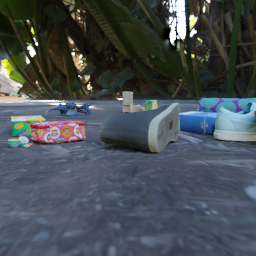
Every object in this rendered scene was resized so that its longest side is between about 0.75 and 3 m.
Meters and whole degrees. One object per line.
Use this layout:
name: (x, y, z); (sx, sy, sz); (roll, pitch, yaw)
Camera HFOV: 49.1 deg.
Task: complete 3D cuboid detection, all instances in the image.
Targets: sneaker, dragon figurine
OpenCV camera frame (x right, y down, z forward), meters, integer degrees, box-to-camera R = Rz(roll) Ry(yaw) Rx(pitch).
sneaker: (3.971, -0.209, 8.309); (2.774, 1.137, 1.025); (-1, 9, -7)
sneaker: (0.495, -0.154, 7.820); (1.586, 1.117, 2.986); (6, 10, 22)
dragon figurine: (-3.506, -1.128, 16.785); (2.705, 0.796, 1.345); (-4, 8, -38)

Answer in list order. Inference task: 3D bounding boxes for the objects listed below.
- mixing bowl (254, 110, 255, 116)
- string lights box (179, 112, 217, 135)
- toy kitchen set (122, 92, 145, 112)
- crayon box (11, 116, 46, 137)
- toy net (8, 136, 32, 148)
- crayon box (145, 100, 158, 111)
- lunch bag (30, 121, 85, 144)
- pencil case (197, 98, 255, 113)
mixing bowl: (4.259, -0.053, 7.216); (1.821, 0.987, 1.821); (-9, 8, 1)
string lights box: (2.818, -0.197, 9.950); (1.115, 0.640, 2.170); (-9, 11, -37)
toy kitchen set: (0.557, -1.843, 19.692); (1.323, 1.463, 1.621); (4, 13, 24)
crayon box: (-3.522, -0.102, 9.854); (1.065, 0.522, 1.794); (-3, 8, -22)
toy net: (-2.864, 0.354, 7.597); (0.553, 0.204, 1.055); (-1, 7, -10)
crayon box: (1.581, -1.404, 18.670); (0.425, 0.867, 1.460); (3, 9, 23)
lunch bag: (-2.096, 0.100, 8.285); (1.468, 0.601, 1.293); (-4, 4, -33)
pencil case: (4.140, -0.571, 10.771); (2.886, 1.228, 1.334); (4, 4, 34)
